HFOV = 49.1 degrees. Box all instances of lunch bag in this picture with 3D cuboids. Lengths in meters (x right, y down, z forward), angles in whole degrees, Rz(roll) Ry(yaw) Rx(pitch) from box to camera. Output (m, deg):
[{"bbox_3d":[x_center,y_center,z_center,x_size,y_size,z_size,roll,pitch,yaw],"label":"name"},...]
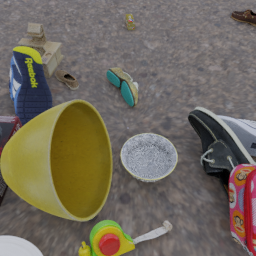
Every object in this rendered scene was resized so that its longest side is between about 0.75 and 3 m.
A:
[{"bbox_3d":[3.262,1.761,5.748,2.312,0.947,2.037,0,89,-10],"label":"lunch bag"}]

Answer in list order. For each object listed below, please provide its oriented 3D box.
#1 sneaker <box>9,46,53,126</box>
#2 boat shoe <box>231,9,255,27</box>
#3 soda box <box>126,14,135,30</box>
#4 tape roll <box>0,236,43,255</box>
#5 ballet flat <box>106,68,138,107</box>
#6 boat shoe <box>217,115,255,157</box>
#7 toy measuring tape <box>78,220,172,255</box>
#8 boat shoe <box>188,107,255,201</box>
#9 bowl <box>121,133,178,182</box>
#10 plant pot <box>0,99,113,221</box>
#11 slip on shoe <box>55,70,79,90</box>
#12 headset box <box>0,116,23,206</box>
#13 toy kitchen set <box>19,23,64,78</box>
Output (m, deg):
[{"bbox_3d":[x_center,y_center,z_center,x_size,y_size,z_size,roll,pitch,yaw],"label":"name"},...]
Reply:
[{"bbox_3d":[-3.094,-1.094,8.728,1.067,1.186,2.885,4,61,-35],"label":"sneaker"},{"bbox_3d":[5.371,-4.953,12.377,1.578,0.555,0.556,28,57,24],"label":"boat shoe"},{"bbox_3d":[0.092,-4.652,12.276,0.307,0.291,0.908,-5,48,-6],"label":"soda box"},{"bbox_3d":[-2.385,2.963,5.072,1.868,0.653,1.868,7,45,-7],"label":"tape roll"},{"bbox_3d":[-0.040,-1.416,9.219,0.672,0.672,1.902,-23,51,-19],"label":"ballet flat"},{"bbox_3d":[3.382,0.236,7.672,2.519,0.927,0.823,25,38,17],"label":"boat shoe"},{"bbox_3d":[-0.071,2.183,5.913,2.050,0.754,0.754,-17,51,-14],"label":"toy measuring tape"},{"bbox_3d":[2.284,0.717,6.911,1.007,1.070,2.978,-26,64,-7],"label":"boat shoe"},{"bbox_3d":[0.516,0.870,7.142,1.412,0.663,1.412,0,49,-1],"label":"bowl"},{"bbox_3d":[-1.698,0.745,6.333,1.812,2.552,2.552,-6,45,22],"label":"plant pot"},{"bbox_3d":[-2.123,-1.748,9.660,0.451,0.360,1.187,-31,55,-24],"label":"slip on shoe"},{"bbox_3d":[-3.851,0.663,7.130,1.848,0.959,2.484,4,50,3],"label":"headset box"},{"bbox_3d":[-3.346,-2.807,9.992,1.546,1.262,1.395,9,49,8],"label":"toy kitchen set"}]
